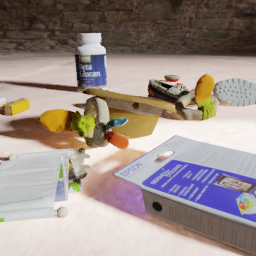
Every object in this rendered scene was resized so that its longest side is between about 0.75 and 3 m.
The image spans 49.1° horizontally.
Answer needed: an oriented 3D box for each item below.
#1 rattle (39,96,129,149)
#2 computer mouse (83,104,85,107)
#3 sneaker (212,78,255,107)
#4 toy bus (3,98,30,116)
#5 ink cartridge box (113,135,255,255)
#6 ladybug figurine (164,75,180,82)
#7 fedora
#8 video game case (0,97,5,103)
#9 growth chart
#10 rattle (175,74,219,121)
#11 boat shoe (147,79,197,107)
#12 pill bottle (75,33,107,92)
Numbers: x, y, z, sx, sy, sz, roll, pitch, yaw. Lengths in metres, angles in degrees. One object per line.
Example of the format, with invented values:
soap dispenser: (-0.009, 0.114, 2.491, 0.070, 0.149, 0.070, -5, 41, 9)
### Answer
rattle: (-0.951, -0.082, 5.899, 1.364, 1.243, 1.909, 22, 13, -29)
computer mouse: (-0.638, -0.991, 10.310, 2.006, 0.440, 1.100, -4, 19, -13)
sneaker: (4.508, -1.363, 10.878, 2.756, 1.053, 1.109, 3, 8, -9)
toy bus: (-3.788, -0.750, 9.652, 0.458, 0.380, 1.169, 5, 19, 16)
ink cartridge box: (1.312, 0.826, 4.519, 2.294, 0.498, 2.272, 15, 23, 32)
ladybug figurine: (2.579, -2.898, 16.388, 0.981, 0.353, 0.666, 12, 21, 32)
fedora: (-0.014, -0.356, 7.060, 2.422, 0.988, 2.422, 11, 7, -1)
video game case: (-5.935, -0.978, 10.656, 1.774, 0.203, 1.614, 3, 18, 11)
growth chart: (-1.573, 0.866, 4.892, 1.804, 0.221, 2.493, -1, 18, -4)
rattle: (2.098, -1.295, 9.123, 1.442, 1.582, 2.215, -19, 30, 19)
boat shoe: (1.843, -1.390, 10.967, 2.589, 0.810, 0.921, 17, 22, 39)
pill bottle: (-1.743, -3.058, 13.140, 1.453, 2.616, 1.453, -2, 19, 1)
